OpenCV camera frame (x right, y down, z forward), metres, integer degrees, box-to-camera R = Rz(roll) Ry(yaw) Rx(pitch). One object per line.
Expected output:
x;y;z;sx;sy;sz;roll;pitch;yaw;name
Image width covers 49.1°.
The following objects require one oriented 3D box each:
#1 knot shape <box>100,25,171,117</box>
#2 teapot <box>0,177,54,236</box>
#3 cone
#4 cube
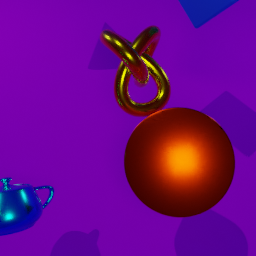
0.188;-0.889;4.516;0.708;1.532;1.434;-8;98;31;knot shape
-1.878;1.154;4.242;1.614;1.003;0.790;-4;87;-39;teapot
0.772;0.508;4.458;1.472;1.477;1.472;-1;85;8;cone
1.477;-2.512;4.570;1.074;1.074;1.074;-37;99;-15;cube
